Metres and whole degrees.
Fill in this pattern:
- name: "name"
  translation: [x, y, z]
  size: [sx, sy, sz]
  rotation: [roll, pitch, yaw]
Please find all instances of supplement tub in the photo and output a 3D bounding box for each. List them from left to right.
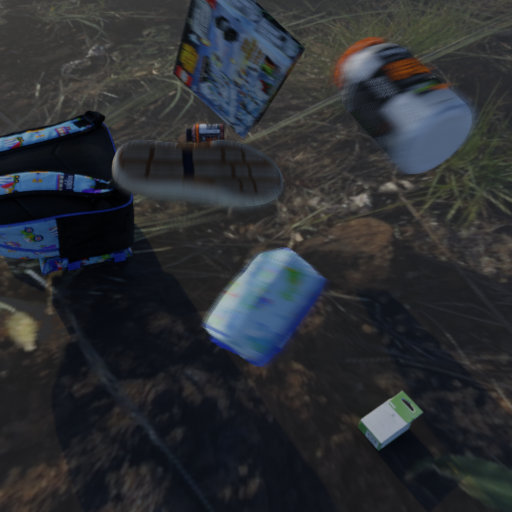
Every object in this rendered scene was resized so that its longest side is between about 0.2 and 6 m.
- name: "supplement tub"
  translation: [-1.293, -3.077, 14.233]
  size: [0.972, 0.520, 0.520]
  rotation: [-2, 47, 0]
- name: "supplement tub"
  translation: [2.671, -2.914, 10.609]
  size: [1.562, 1.562, 2.550]
  rotation: [-22, 59, -19]

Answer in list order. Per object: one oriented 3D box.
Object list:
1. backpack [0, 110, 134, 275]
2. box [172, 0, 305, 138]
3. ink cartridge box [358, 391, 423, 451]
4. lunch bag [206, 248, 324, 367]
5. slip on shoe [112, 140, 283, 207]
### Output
- name: "backpack"
  translation: [-4.236, -1.106, 10.998]
  size: [3.261, 2.194, 2.977]
  rotation: [-13, 53, -19]
- name: "box"
  translation: [-0.502, -3.931, 11.355]
  size: [2.201, 3.214, 0.641]
  rotation: [42, 71, -4]
- name: "ink cartridge box"
  translation: [2.165, 2.649, 9.026]
  size: [0.934, 0.277, 0.485]
  rotation: [-27, 52, -23]
- name: "lunch bag"
  translation: [0.057, 0.704, 7.754]
  size: [0.791, 1.919, 1.542]
  rotation: [40, 79, -9]
- name: "slip on shoe"
  translation: [-0.870, -1.173, 8.404]
  size: [2.521, 0.764, 0.958]
  rotation: [0, 77, -20]
